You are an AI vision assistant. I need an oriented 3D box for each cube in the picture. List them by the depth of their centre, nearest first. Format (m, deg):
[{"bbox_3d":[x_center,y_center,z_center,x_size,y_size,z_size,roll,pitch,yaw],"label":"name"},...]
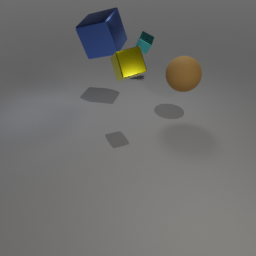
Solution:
[{"bbox_3d":[0.003,-1.727,7.610,0.700,0.700,0.700,-18,6,-14],"label":"cube"},{"bbox_3d":[-1.034,-3.834,11.391,1.400,1.400,1.400,-3,40,24],"label":"cube"},{"bbox_3d":[0.861,-4.480,14.688,0.700,0.700,0.700,24,57,-11],"label":"cube"}]

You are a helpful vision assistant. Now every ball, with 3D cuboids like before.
[{"bbox_3d":[2.188,-2.121,11.036,1.400,1.400,1.400,0,31,0],"label":"ball"}]
